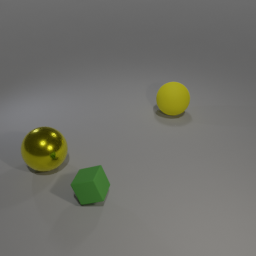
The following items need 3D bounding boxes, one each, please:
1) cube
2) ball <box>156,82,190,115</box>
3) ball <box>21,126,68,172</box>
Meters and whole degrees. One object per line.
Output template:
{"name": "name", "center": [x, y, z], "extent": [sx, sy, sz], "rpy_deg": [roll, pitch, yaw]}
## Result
{"name": "cube", "center": [-0.986, 1.521, 7.509], "extent": [0.700, 0.700, 0.700], "rpy_deg": [-14, 23, 19]}
{"name": "ball", "center": [1.881, -1.223, 11.711], "extent": [1.400, 1.400, 1.400], "rpy_deg": [0, 31, 0]}
{"name": "ball", "center": [-2.583, 0.648, 8.694], "extent": [1.400, 1.400, 1.400], "rpy_deg": [0, 31, 0]}
